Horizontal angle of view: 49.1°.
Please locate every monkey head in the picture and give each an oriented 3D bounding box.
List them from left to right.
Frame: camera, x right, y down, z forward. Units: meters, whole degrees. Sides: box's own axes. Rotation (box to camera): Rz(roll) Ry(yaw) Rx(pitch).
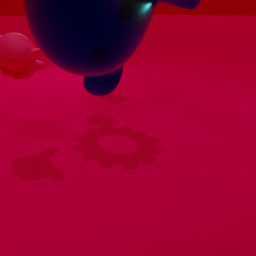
[{"bbox_3d":[-2.097,-1.468,5.582,1.399,0.843,1.006,21,30,22],"label":"monkey head"},{"bbox_3d":[-0.080,-0.959,2.271,1.385,1.160,1.926,10,-17,3],"label":"monkey head"}]
